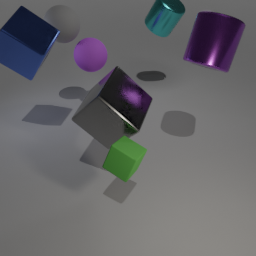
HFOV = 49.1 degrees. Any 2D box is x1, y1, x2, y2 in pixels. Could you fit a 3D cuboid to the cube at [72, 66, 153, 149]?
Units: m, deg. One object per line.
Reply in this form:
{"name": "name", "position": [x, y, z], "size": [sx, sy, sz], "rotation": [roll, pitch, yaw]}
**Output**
{"name": "cube", "position": [-0.415, -0.527, 7.738], "size": [1.400, 1.400, 1.400], "rotation": [40, 47, -18]}

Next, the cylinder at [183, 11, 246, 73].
{"name": "cylinder", "position": [2.492, -2.491, 8.210], "size": [1.400, 1.400, 1.400], "rotation": [16, 14, -4]}

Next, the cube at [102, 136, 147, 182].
{"name": "cube", "position": [-0.074, 0.733, 6.787], "size": [0.700, 0.700, 0.700], "rotation": [31, 28, 13]}

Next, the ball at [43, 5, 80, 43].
{"name": "ball", "position": [-2.564, -4.024, 10.881], "size": [1.400, 1.400, 1.400], "rotation": [0, 32, 0]}

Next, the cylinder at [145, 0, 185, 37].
{"name": "cylinder", "position": [1.687, -5.196, 12.919], "size": [1.400, 1.400, 1.400], "rotation": [15, 52, -20]}

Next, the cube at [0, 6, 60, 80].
{"name": "cube", "position": [-3.293, -2.711, 9.079], "size": [1.400, 1.400, 1.400], "rotation": [31, 51, -19]}

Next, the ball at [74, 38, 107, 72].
{"name": "ball", "position": [-1.562, -3.051, 11.718], "size": [1.400, 1.400, 1.400], "rotation": [0, 32, 0]}
